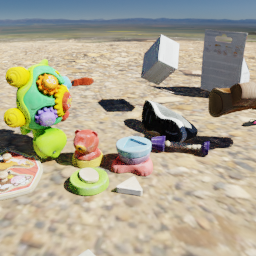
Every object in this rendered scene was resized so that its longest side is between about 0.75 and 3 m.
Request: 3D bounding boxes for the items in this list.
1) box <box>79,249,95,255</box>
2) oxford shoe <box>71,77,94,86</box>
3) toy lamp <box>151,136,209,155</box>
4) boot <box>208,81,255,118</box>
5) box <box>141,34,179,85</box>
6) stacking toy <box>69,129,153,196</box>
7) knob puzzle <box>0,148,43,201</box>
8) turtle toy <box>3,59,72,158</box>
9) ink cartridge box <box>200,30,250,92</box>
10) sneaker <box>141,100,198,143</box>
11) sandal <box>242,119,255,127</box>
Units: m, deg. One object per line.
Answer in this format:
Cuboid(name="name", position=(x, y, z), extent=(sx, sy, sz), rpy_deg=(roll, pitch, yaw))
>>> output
Cuboid(name="box", position=(-0.430, 2.277, 3.704), extent=(0.567, 0.665, 1.040), rpy_deg=(-20, 31, -39))
Cuboid(name="oxford shoe", position=(-2.467, -2.539, 15.112), extent=(1.252, 0.446, 0.454), rpy_deg=(-5, 19, -12))
Cuboid(name="toy lamp", position=(1.474, 0.507, 8.073), extent=(1.637, 0.477, 0.477), rpy_deg=(6, 24, 12))
Cuboid(name="boot", position=(3.521, -0.852, 8.079), extent=(1.860, 0.919, 2.395), rpy_deg=(-2, -11, -10))
Cuboid(name="box", position=(1.222, -2.578, 10.754), extent=(0.854, 1.300, 1.307), rpy_deg=(21, 60, -21))
Cuboid(name="stacking toy", position=(-0.463, 0.722, 6.961), extent=(2.198, 0.928, 1.990), rpy_deg=(1, 23, 3))
Cuboid(name="knob puzzle", position=(-3.110, 1.085, 6.873), extent=(2.418, 0.335, 2.418), rpy_deg=(0, 23, 0))
Cuboid(name="turtle toy", position=(-2.241, -0.493, 7.549), extent=(1.344, 2.659, 1.938), rpy_deg=(8, 11, 7))
Cuboid(name="ink cartridge box", position=(4.515, -3.001, 13.031), extent=(0.729, 2.909, 2.360), rpy_deg=(-15, 28, -31))
Cuboid(name="sneaker", position=(1.266, -0.205, 9.317), extent=(0.999, 0.931, 2.520), rpy_deg=(-3, 28, -31))
Cuboid(name="sandal", position=(4.459, -0.209, 10.043), extent=(0.793, 0.179, 0.298), rpy_deg=(-11, 26, -24))
